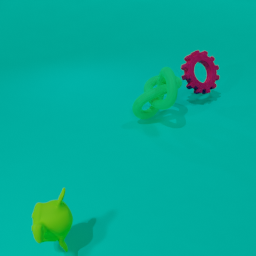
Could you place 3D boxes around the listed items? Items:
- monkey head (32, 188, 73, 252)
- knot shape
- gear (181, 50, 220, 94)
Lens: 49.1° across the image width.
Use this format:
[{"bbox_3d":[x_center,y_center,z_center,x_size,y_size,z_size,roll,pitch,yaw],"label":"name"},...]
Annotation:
[{"bbox_3d":[-1.119,1.435,4.190,0.604,1.002,0.721,-2,3,-16],"label":"monkey head"},{"bbox_3d":[0.814,-0.937,8.165,0.830,1.682,1.797,39,12,-9],"label":"knot shape"},{"bbox_3d":[2.421,-1.847,9.327,1.418,1.418,0.262,-16,4,-25],"label":"gear"}]
